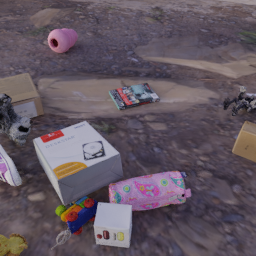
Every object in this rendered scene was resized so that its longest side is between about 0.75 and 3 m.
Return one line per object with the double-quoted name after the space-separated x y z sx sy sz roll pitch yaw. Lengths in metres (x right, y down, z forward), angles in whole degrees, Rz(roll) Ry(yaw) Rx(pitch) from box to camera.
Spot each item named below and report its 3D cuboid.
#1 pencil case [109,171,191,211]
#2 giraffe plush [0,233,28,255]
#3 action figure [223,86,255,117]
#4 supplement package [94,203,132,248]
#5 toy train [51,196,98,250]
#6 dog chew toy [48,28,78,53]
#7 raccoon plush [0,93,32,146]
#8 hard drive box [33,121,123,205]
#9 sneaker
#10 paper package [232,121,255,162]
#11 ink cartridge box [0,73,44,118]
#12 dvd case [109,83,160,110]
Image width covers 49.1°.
0.588 1.853 7.994 2.245 0.981 0.981 -7 41 -9 "pencil case"
-3.015 2.939 6.927 0.904 1.115 0.962 19 15 -31 "giraffe plush"
4.748 -1.071 11.373 1.785 0.911 1.061 -19 57 -32 "action figure"
-0.362 2.515 7.247 0.895 0.935 0.688 3 40 5 "supplement package"
-1.655 2.433 7.592 0.940 0.688 1.624 22 43 40 "toy train"
-3.581 -5.059 15.900 1.270 1.270 2.039 16 35 18 "dog chew toy"
-4.748 -0.208 10.040 2.634 1.765 1.274 1 45 18 "raccoon plush"
-1.614 0.943 8.734 1.933 0.953 2.480 -22 34 -24 "hard drive box"
-4.175 1.383 8.745 1.219 0.775 2.138 -29 37 -28 "sneaker"
4.242 0.502 9.438 1.091 1.145 0.592 23 46 23 "paper package"
-4.996 -1.125 11.438 2.594 0.974 2.137 -17 44 -19 "ink cartridge box"
0.264 -1.424 12.390 1.900 0.209 1.387 -15 43 -16 "dvd case"
